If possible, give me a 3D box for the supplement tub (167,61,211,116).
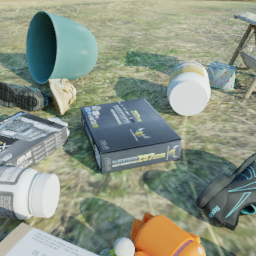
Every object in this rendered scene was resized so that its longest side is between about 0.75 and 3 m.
[{"bbox_3d":[2.080,-1.385,9.645,1.409,1.409,1.949,5,30,9],"label":"supplement tub"}]

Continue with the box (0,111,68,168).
[{"bbox_3d":[-3.022,0.418,7.350,1.805,0.570,2.289,17,34,26],"label":"box"}]

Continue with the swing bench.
[{"bbox_3d":[5.206,-2.923,10.963,1.803,2.779,2.764,1,30,1],"label":"swing bench"}]

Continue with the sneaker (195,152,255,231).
[{"bbox_3d":[2.452,1.280,5.829,2.302,0.868,0.912,-25,52,-27],"label":"sneaker"}]

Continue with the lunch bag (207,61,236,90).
[{"bbox_3d":[3.817,-2.104,11.364,1.117,0.951,0.681,25,39,37],"label":"lunch bag"}]

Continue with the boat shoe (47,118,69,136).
[{"bbox_3d":[-2.010,-0.036,8.387,0.404,0.425,1.181,-23,27,-33],"label":"boat shoe"}]

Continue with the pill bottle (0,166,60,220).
[{"bbox_3d":[-2.311,1.257,5.496,1.728,0.983,0.983,4,30,6],"label":"pill bottle"}]

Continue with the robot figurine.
[{"bbox_3d":[0.656,1.948,4.491,1.378,0.991,0.804,30,86,39],"label":"robot figurine"}]

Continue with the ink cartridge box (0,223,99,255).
[{"bbox_3d":[-0.679,2.162,3.383,1.846,1.520,0.693,14,33,22],"label":"ink cartridge box"}]

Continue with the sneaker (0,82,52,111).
[{"bbox_3d":[-3.753,-1.104,9.983,2.258,0.851,0.895,19,20,19],"label":"sneaker"}]

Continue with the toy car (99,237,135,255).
[{"bbox_3d":[-0.128,2.188,4.313,0.637,0.743,0.850,37,32,-5],"label":"toy car"}]

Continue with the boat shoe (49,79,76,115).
[{"bbox_3d":[-2.274,-1.257,9.925,0.864,0.921,2.499,-15,32,-13],"label":"boat shoe"}]

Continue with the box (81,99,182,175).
[{"bbox_3d":[-0.047,0.074,7.837,2.123,0.687,2.693,-8,31,-16],"label":"box"}]

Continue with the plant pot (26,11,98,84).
[{"bbox_3d":[-2.641,-3.231,11.748,2.233,2.783,2.783,-6,27,-42],"label":"plant pot"}]
